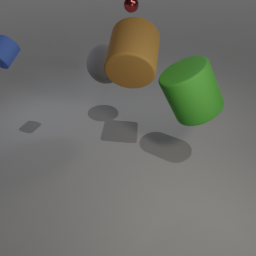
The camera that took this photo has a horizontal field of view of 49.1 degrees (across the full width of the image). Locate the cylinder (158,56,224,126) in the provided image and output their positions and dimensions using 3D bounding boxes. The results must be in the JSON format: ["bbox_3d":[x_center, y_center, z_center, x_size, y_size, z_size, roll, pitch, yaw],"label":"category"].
[{"bbox_3d":[1.739,-1.011,7.667,1.400,1.400,1.400,-24,30,15],"label":"cylinder"}]

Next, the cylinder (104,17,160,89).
[{"bbox_3d":[0.134,-2.061,7.778,1.400,1.400,1.400,5,60,8],"label":"cylinder"}]

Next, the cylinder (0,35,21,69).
[{"bbox_3d":[-3.607,-2.196,8.107,0.700,0.700,0.700,15,68,24],"label":"cylinder"}]

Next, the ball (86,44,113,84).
[{"bbox_3d":[-0.784,-2.295,10.027,1.400,1.400,1.400,0,31,0],"label":"ball"}]

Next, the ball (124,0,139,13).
[{"bbox_3d":[0.151,-5.799,13.172,0.700,0.700,0.700,0,31,0],"label":"ball"}]
